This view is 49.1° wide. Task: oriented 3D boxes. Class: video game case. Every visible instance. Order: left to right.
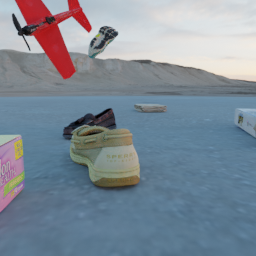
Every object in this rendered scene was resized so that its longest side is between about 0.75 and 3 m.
[{"bbox_3d":[5.197,-0.171,8.857,2.957,0.672,2.680,1,8,9],"label":"video game case"}]

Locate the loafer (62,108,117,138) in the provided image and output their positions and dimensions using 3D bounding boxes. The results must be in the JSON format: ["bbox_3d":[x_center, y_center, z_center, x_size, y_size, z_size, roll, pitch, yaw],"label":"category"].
[{"bbox_3d":[-1.169,-0.188,8.735,0.855,0.749,2.380,5,9,29],"label":"loafer"}]

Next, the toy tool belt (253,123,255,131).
[{"bbox_3d":[4.148,0.049,6.626,1.975,1.233,1.214,-3,40,-3],"label":"toy tool belt"}]

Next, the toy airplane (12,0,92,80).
[{"bbox_3d":[-1.606,-2.418,6.329,0.466,2.534,2.534,-15,-1,32],"label":"toy airplane"}]

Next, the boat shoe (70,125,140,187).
[{"bbox_3d":[-0.513,0.263,5.148,1.009,0.870,2.767,-2,8,-16],"label":"boat shoe"}]

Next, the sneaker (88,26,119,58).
[{"bbox_3d":[-1.109,-3.672,11.887,1.952,0.756,0.777,-53,-1,-34],"label":"sneaker"}]

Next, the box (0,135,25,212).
[{"bbox_3d":[-2.250,0.584,3.223,1.627,0.786,1.431,-1,8,-2],"label":"box"}]

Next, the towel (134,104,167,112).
[{"bbox_3d":[1.362,-1.251,17.438,1.652,0.430,2.493,1,8,-7],"label":"towel"}]
